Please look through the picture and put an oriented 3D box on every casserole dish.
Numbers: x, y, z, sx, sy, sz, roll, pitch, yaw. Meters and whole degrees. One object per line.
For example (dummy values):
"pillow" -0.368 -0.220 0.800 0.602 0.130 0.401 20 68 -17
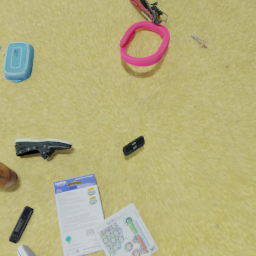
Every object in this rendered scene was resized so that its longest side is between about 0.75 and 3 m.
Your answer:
"casserole dish" -4.143 -2.570 10.545 1.063 0.340 1.754 0 73 0

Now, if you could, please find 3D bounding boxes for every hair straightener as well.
"hair straightener" 0.913 -4.790 10.992 0.815 0.433 2.118 -32 63 -10

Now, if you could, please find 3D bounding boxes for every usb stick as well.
"usb stick" -3.408 3.078 8.946 0.322 0.189 1.161 23 75 0

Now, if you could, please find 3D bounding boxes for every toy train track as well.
"toy train track" 2.796 -3.391 10.903 0.824 0.134 0.472 43 85 17

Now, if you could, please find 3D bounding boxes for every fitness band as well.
"fitness band" 0.633 -3.155 10.419 1.667 0.434 2.321 20 57 11

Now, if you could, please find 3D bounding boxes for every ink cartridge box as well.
"ink cartridge box" -1.487 2.746 8.891 1.402 0.493 2.350 -12 77 -5

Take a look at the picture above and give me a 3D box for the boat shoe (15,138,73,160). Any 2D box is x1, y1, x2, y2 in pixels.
"boat shoe" -2.845 0.729 9.352 1.991 0.744 0.660 2 74 2

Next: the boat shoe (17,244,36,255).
"boat shoe" -2.810 4.450 8.307 0.694 0.705 1.989 -37 83 -13

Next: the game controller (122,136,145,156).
"game controller" 0.196 0.580 9.169 0.850 0.443 0.179 -31 38 -17

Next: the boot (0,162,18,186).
"boot" -4.863 1.108 8.562 2.611 2.027 1.001 25 75 7

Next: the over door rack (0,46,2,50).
"over door rack" -5.206 -2.694 10.525 0.768 0.346 1.040 19 95 6

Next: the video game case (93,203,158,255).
"video game case" -0.062 3.388 8.581 1.473 0.192 1.618 -26 80 -24
